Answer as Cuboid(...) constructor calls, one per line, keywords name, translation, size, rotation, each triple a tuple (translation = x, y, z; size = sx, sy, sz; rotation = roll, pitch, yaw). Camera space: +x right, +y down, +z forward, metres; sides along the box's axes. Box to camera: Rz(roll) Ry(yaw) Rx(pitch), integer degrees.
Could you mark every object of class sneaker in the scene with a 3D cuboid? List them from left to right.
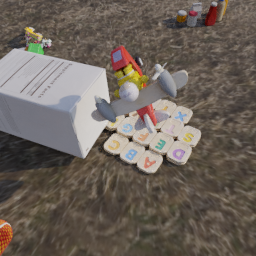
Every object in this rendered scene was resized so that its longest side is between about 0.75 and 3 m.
Cuboid(name="sneaker", translation=(-3.020, 2.621, 5.424), size=(0.699, 0.661, 1.812), rotation=(4, 42, 34))

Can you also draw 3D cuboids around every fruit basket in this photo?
Cuboid(name="fruit basket", translation=(-3.583, -2.501, 9.841), size=(1.183, 0.554, 1.095), rotation=(-14, 49, 9))

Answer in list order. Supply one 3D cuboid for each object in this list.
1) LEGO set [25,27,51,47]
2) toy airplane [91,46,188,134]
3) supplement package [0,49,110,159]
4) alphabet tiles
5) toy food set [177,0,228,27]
Cuboid(name="LEGO set", translation=(-3.623, -3.368, 10.610), size=(1.544, 0.575, 0.710), rotation=(35, 23, 32))
Cuboid(name="toy airplane", translation=(0.143, -0.588, 5.240), size=(1.541, 1.548, 1.092), rotation=(24, 16, 11))
Cuboid(name="supplement package", translation=(-2.081, -0.691, 7.305), size=(2.822, 1.711, 1.690), rotation=(16, 51, 18))
Cuboid(name="alphabet tiles", translation=(0.624, 0.003, 7.821), size=(2.617, 0.191, 2.560), rotation=(26, 55, 20))
Cuboid(name="toy food set", translation=(3.154, -4.883, 11.465), size=(2.190, 0.985, 1.045), rotation=(-9, 50, -7))
